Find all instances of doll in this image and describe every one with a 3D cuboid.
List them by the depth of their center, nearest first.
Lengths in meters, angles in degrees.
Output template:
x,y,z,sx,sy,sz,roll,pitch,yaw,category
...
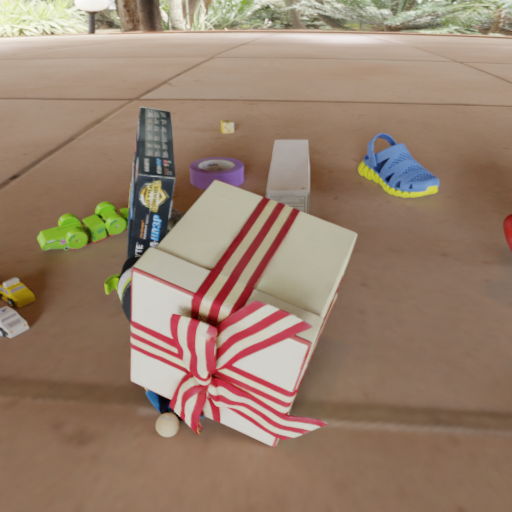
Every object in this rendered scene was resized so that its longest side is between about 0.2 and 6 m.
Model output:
x,y,z,sx,sy,sz,roll,pitch,yaw,category
-0.870,1.562,6.460,0.864,0.307,1.266,13,35,4,doll

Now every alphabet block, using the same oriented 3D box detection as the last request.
x,y,z,sx,sy,sz,roll,pitch,yaw,category
-0.882,-3.966,17.192,0.351,0.343,0.345,-7,26,-11,alphabet block

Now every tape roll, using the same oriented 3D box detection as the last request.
x,y,z,sx,sy,sz,roll,pitch,yaw,category
-0.926,-1.953,13.192,1.261,0.414,1.261,0,28,0,tape roll

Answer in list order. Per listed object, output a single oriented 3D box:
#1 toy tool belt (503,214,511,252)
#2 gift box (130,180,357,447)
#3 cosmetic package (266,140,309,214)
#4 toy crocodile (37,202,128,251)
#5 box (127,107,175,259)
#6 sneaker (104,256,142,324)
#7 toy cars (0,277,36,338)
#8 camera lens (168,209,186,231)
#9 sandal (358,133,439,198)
x,y,z,sx,sy,sz,roll,pitch,yaw,category
4.983,-0.707,8.305,1.857,1.887,3.022,-22,-5,38,toy tool belt
-0.042,0.637,5.912,2.210,2.039,2.063,19,43,15,gift box
0.634,-1.241,10.868,0.781,1.273,3.084,3,27,3,cosmetic package
-2.997,-0.479,10.215,1.897,0.586,0.640,-22,47,-28,toy crocodile
-1.776,-1.058,9.288,0.567,1.958,2.463,5,36,-15,box
-0.464,0.056,8.352,3.512,1.259,1.454,-12,30,-21,sneaker
-3.605,0.683,8.155,0.661,0.327,1.475,-6,28,-11,toy cars
-1.498,-0.652,10.650,0.529,0.423,0.423,24,35,39,camera lens
3.182,-2.055,12.712,0.973,1.066,2.449,-12,31,-26,sandal
